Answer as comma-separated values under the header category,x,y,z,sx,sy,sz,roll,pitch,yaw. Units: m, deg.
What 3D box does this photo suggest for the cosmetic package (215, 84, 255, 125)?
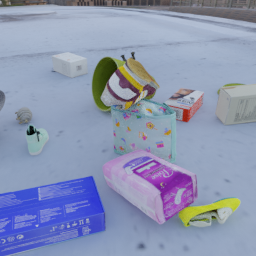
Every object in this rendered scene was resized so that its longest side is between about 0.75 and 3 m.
category,x,y,z,sx,sy,sz,roll,pitch,yaw
cosmetic package,4.639,-0.937,10.524,2.398,1.261,0.852,-5,35,-10

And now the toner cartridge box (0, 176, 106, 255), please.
category,x,y,z,sx,sy,sz,roll,pitch,yaw
toner cartridge box,-1.994,1.932,6.200,2.787,0.602,1.324,-9,30,-15

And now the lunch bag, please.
category,x,y,z,sx,sy,sz,roll,pitch,yaw
lunch bag,0.571,0.077,8.320,1.984,1.690,1.210,15,32,33

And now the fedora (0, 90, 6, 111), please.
category,x,y,z,sx,sy,sz,roll,pitch,yaw
fedora,-5.168,-0.040,8.942,2.572,1.313,2.908,11,39,22

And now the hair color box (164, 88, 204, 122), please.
category,x,y,z,sx,sy,sz,roll,pitch,yaw
hair color box,2.263,-0.979,11.325,1.065,0.614,1.920,15,32,25

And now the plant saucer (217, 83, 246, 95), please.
category,x,y,z,sx,sy,sz,roll,pitch,yaw
plant saucer,5.123,-1.675,12.865,1.938,0.301,1.938,0,29,0

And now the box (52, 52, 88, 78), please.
category,x,y,z,sx,sy,sz,roll,pitch,yaw
box,-3.217,-3.505,15.486,1.114,0.873,1.792,-26,39,-37

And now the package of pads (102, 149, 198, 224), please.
category,x,y,z,sx,sy,sz,roll,pitch,yaw
package of pads,0.471,1.287,6.837,1.311,0.823,2.176,-23,26,-29

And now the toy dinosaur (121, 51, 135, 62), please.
category,x,y,z,sx,sy,sz,roll,pitch,yaw
toy dinosaur,0.166,-3.070,14.523,0.981,1.304,2.550,-21,43,7

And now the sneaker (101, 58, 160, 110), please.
category,x,y,z,sx,sy,sz,roll,pitch,yaw
sneaker,0.039,-1.167,7.986,1.076,1.293,2.870,51,14,7

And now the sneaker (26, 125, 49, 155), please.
category,x,y,z,sx,sy,sz,roll,pitch,yaw
sneaker,-2.936,0.162,9.090,0.518,0.830,1.407,-4,29,-4

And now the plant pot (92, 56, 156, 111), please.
category,x,y,z,sx,sy,sz,roll,pitch,yaw
plant pot,-0.006,-1.724,11.533,2.260,2.115,2.115,-1,25,-37

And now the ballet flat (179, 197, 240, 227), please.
category,x,y,z,sx,sy,sz,roll,pitch,yaw
ballet flat,1.891,1.955,6.326,1.470,0.491,0.493,-9,34,-2

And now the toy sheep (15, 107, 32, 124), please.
category,x,y,z,sx,sy,sz,roll,pitch,yaw
toy sheep,-3.887,-0.464,10.503,0.609,0.609,0.883,-13,47,-22
